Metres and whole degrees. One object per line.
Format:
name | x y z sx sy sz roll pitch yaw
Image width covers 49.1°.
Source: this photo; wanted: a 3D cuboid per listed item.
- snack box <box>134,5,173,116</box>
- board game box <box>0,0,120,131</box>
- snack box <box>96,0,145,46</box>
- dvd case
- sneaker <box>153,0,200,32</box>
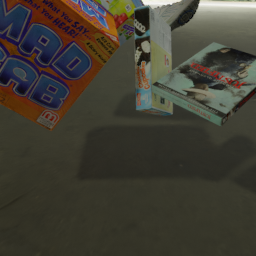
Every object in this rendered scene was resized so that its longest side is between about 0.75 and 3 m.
snack box | 0.544 -1.290 5.734 0.368 1.984 1.153 -3 -5 29
board game box | -1.843 -1.872 5.764 2.312 2.314 2.312 32 26 -26
snack box | -1.057 -3.253 8.020 2.785 2.348 0.942 -32 -12 29
dvd case | 1.603 -0.903 5.054 1.968 0.217 1.437 -37 51 -27
sneaker | 1.270 -3.624 9.084 1.048 2.406 0.896 56 13 16
